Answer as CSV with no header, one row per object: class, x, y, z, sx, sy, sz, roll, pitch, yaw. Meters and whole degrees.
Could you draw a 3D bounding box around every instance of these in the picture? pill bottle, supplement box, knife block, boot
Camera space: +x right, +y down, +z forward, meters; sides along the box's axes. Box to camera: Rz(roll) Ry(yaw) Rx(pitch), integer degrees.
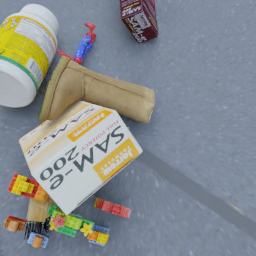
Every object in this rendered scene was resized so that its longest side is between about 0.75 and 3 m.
pill bottle,-2.908,-2.106,7.733,1.605,1.605,2.846,9,55,4
supplement box,0.308,-4.061,8.722,0.734,1.312,2.410,-13,67,23
knife block,-2.274,2.040,6.765,1.041,0.379,1.186,-37,97,-26
boot,-0.626,-0.690,6.955,2.675,0.885,2.343,20,44,-14
supplement box,-1.252,0.371,6.243,1.858,2.948,1.084,-39,113,-15

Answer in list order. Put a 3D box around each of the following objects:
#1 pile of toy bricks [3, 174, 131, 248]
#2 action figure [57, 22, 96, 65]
pile of toy bricks,-1.367,1.947,6.103,2.773,1.369,1.538,20,75,-10
action figure,-1.706,-2.213,8.433,1.036,0.683,2.093,10,66,5
